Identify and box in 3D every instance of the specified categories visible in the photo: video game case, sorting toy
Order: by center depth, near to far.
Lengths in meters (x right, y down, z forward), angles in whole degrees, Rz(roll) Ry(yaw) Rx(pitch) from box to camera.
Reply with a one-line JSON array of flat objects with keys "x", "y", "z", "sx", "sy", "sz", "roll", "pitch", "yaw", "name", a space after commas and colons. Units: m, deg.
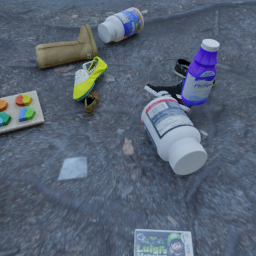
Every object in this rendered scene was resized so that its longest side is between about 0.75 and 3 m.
[{"x": 0.919, "y": 3.320, "z": 7.207, "sx": 1.535, "sy": 0.179, "sz": 1.395, "roll": 2, "pitch": 44, "yaw": 2, "name": "video game case"}, {"x": -4.592, "y": -0.714, "z": 11.230, "sx": 2.084, "sy": 0.411, "sz": 2.251, "roll": -16, "pitch": 46, "yaw": -16, "name": "sorting toy"}]

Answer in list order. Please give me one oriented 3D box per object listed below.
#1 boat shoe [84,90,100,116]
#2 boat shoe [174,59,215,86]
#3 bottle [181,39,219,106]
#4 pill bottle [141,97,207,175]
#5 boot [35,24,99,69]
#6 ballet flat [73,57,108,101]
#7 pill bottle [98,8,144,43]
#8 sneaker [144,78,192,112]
[{"x": -1.486, "y": -1.164, "z": 11.622, "sx": 0.543, "sy": 0.513, "sz": 1.508, "roll": 0, "pitch": 44, "yaw": 0, "name": "boat shoe"}, {"x": 3.091, "y": -2.571, "z": 13.006, "sx": 2.124, "sy": 0.666, "sz": 0.777, "roll": 34, "pitch": 53, "yaw": 28, "name": "boat shoe"}, {"x": 2.449, "y": -1.801, "z": 9.370, "sx": 0.948, "sy": 2.270, "sz": 0.741, "roll": -9, "pitch": 46, "yaw": -18, "name": "bottle"}, {"x": 1.539, "y": 0.255, "z": 9.427, "sx": 1.514, "sy": 1.514, "sz": 2.532, "roll": -12, "pitch": 46, "yaw": -12, "name": "pill bottle"}, {"x": -3.235, "y": -4.288, "z": 14.429, "sx": 2.991, "sy": 0.989, "sz": 2.620, "roll": -12, "pitch": 51, "yaw": -11, "name": "boot"}, {"x": -1.814, "y": -2.307, "z": 12.428, "sx": 0.935, "sy": 0.938, "sz": 2.797, "roll": -12, "pitch": 32, "yaw": 36, "name": "ballet flat"}, {"x": -0.421, "y": -5.698, "z": 15.705, "sx": 1.403, "sy": 1.403, "sz": 2.505, "roll": 34, "pitch": 54, "yaw": 30, "name": "pill bottle"}, {"x": 1.812, "y": -1.604, "z": 11.479, "sx": 2.088, "sy": 1.168, "sz": 0.763, "roll": 29, "pitch": 7, "yaw": 14, "name": "sneaker"}]
